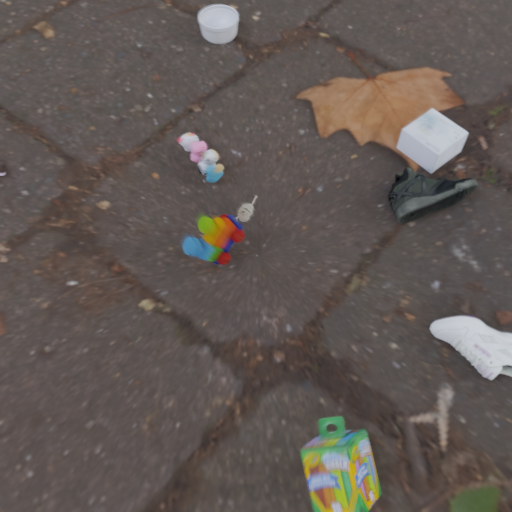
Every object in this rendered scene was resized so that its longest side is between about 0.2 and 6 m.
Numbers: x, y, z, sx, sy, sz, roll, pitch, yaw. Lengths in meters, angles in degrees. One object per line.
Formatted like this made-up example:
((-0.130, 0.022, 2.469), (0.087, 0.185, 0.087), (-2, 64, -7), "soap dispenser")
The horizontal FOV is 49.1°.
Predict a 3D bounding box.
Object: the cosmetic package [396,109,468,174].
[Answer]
((3.674, -2.413, 11.730), (0.983, 0.604, 0.980), (-37, 64, -20), "cosmetic package")

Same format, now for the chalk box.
((1.147, 2.877, 7.794), (0.757, 0.752, 1.213), (-17, 84, 29), "chalk box")

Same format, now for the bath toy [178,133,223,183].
((-1.158, -2.082, 11.414), (0.565, 0.480, 1.298), (-51, 59, 22), "bath toy")

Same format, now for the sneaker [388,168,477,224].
((3.396, -1.368, 10.998), (1.790, 0.684, 1.025), (-19, 65, -6), "sneaker")

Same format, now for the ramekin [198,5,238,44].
((-0.929, -5.730, 13.930), (0.990, 0.520, 0.990), (0, 57, 0), "ramekin")

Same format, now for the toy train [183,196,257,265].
((-0.639, -0.537, 9.731), (0.831, 1.436, 0.608), (8, 32, -48), "toy train")

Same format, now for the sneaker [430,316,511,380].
((3.663, 1.517, 9.165), (1.666, 0.624, 0.830), (18, 59, 12), "sneaker")

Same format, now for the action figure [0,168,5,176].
((-5.612, -1.694, 11.481), (0.752, 0.504, 0.560), (-38, 109, -8), "action figure")
